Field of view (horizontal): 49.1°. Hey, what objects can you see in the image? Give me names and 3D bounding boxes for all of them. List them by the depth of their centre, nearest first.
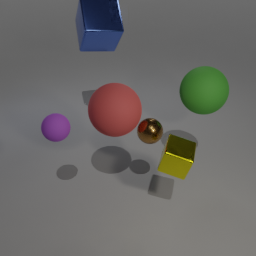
[{"bbox_3d":[1.195,0.702,6.841,0.700,0.700,0.700,19,43,4],"label":"cube"},{"bbox_3d":[-1.765,-0.011,6.857,0.700,0.700,0.700,0,32,0],"label":"ball"},{"bbox_3d":[-0.339,-0.469,7.285,1.400,1.400,1.400,0,32,0],"label":"ball"},{"bbox_3d":[0.587,0.081,7.461,0.700,0.700,0.700,0,32,0],"label":"ball"},{"bbox_3d":[2.214,-1.091,8.178,1.400,1.400,1.400,0,32,0],"label":"ball"},{"bbox_3d":[-1.091,-3.785,10.328,1.400,1.400,1.400,-6,76,-19],"label":"cube"}]
